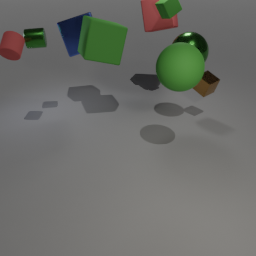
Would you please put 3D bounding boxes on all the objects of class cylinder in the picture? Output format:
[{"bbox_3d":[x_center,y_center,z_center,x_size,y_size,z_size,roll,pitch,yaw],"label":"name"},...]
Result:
[{"bbox_3d":[-3.425,-3.327,10.387,0.700,0.700,0.700,-7,29,-7],"label":"cylinder"},{"bbox_3d":[-3.876,-2.739,9.349,0.700,0.700,0.700,3,69,6],"label":"cylinder"}]

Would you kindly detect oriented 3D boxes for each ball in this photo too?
[{"bbox_3d":[2.245,-2.802,10.303,1.400,1.400,1.400,0,29,0],"label":"ball"},{"bbox_3d":[1.508,-1.761,8.144,1.400,1.400,1.400,0,29,0],"label":"ball"}]

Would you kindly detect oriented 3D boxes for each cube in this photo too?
[{"bbox_3d":[3.200,-1.821,11.527,0.700,0.700,0.700,-25,58,-31],"label":"cube"},{"bbox_3d":[1.692,-5.060,11.678,0.700,0.700,0.700,-39,31,-7],"label":"cube"},{"bbox_3d":[-2.007,-3.984,11.850,1.400,1.400,1.400,-17,24,2],"label":"cube"},{"bbox_3d":[-1.002,-3.318,10.602,1.400,1.400,1.400,4,24,-23],"label":"cube"},{"bbox_3d":[1.520,-5.369,13.214,1.400,1.400,1.400,-4,17,19],"label":"cube"}]
